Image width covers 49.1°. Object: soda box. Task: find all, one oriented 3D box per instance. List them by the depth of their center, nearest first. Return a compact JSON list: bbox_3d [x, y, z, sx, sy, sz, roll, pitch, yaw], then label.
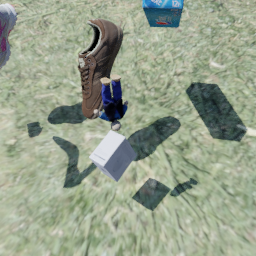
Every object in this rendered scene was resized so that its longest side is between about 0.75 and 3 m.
[{"bbox_3d":[0.837,-2.869,6.414,0.809,0.765,2.386,4,11,7],"label":"soda box"}]

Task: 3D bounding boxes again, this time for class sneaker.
[{"bbox_3d":[-0.848,-1.346,6.457,0.860,2.277,0.802,10,9,-37],"label":"sneaker"},{"bbox_3d":[-3.306,-2.211,6.800,0.685,1.684,0.743,31,24,23],"label":"sneaker"}]

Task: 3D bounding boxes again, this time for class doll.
[{"bbox_3d":[-0.295,-0.413,5.185,0.735,1.078,0.261,-24,37,-25],"label":"doll"}]

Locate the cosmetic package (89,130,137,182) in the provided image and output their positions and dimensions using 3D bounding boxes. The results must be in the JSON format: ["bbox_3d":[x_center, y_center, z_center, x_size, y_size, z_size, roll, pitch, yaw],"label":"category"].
[{"bbox_3d":[-0.308,0.613,6.101,0.476,0.772,0.774,25,67,36],"label":"cosmetic package"}]
